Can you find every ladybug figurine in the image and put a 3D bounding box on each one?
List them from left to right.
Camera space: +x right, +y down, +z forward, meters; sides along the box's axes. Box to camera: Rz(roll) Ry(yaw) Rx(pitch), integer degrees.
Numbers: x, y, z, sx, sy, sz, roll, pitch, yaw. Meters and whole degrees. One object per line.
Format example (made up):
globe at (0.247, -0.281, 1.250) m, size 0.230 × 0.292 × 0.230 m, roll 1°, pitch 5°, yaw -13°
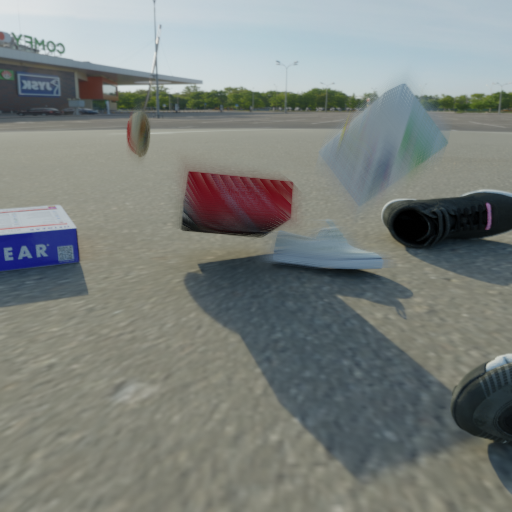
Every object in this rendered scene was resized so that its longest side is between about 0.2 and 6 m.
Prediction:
ladybug figurine at (-2.525, -2.585, 11.920) m, size 0.342 × 0.950 × 0.645 m, roll 4°, pitch 7°, yaw 19°

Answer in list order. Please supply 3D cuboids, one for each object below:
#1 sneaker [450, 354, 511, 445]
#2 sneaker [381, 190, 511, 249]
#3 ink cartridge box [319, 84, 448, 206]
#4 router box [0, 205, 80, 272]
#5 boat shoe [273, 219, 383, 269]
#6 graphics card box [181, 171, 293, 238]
sneaker at (2.684, 1.204, 4.134) m, size 2.319 × 0.770 × 1.049 m, roll 2°, pitch 13°, yaw 0°
sneaker at (3.664, -0.610, 10.335) m, size 2.722 × 0.962 × 1.350 m, roll -1°, pitch 17°, yaw 17°
ink cartridge box at (1.561, -1.363, 7.045) m, size 0.558 × 0.927 × 1.275 m, roll -35°, pitch -2°, yaw -42°
router box at (-4.510, -0.305, 9.683) m, size 2.502 × 0.611 × 2.245 m, roll -7°, pitch 17°, yaw -24°
boat shoe at (1.139, -0.204, 8.907) m, size 1.789 × 0.763 × 0.661 m, roll 7°, pitch 2°, yaw 28°
graphics card box at (-0.404, -0.755, 9.007) m, size 1.539 × 0.624 × 2.452 m, roll 4°, pitch -6°, yaw -8°
